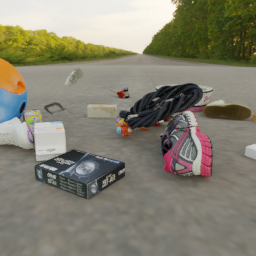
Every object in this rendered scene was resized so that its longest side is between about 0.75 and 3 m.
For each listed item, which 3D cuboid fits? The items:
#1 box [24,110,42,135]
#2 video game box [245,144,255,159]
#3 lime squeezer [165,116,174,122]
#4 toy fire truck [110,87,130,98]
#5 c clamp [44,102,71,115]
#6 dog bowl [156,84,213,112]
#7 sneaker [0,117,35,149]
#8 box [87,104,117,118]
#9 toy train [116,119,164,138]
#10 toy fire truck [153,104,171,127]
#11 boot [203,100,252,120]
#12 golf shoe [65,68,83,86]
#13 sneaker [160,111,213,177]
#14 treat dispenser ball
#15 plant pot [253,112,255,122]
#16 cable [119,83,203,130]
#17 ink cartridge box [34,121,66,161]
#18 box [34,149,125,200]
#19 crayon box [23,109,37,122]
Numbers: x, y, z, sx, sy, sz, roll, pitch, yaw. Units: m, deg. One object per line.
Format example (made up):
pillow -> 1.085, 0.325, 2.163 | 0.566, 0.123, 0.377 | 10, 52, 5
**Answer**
box -> -3.149, -0.114, 9.328 | 0.505, 0.828, 0.798 | -7, 17, -22
video game box -> 4.089, 0.698, 7.434 | 1.259, 0.323, 1.382 | -13, 20, -30
lime squeezer -> 1.151, -0.396, 10.731 | 2.146, 0.405, 0.758 | -5, -7, 30
toy fire truck -> -0.510, -2.138, 16.919 | 1.104, 0.710, 0.972 | -11, 17, 2
c clamp -> -2.746, -0.698, 10.739 | 0.862, 0.737, 0.117 | -10, 51, 18
dog bowl -> 2.748, -1.501, 13.877 | 2.774, 1.023, 2.774 | 0, 17, 0
sneaker -> -3.472, 0.283, 8.356 | 1.105, 0.830, 2.218 | -23, 20, -29
box -> -1.108, -0.731, 12.116 | 1.248, 0.485, 0.592 | 1, 16, 0
toy train -> 0.303, -0.028, 9.763 | 1.769, 0.492, 1.329 | -11, 20, -25
toy fire truck -> 1.331, -0.318, 10.553 | 0.846, 0.961, 0.618 | -35, 6, 40
boot -> 4.301, -0.828, 12.178 | 1.890, 0.681, 1.461 | 4, 15, 18
golf shoe -> -2.091, -1.938, 10.684 | 0.520, 0.419, 1.069 | -25, 21, 31
sneaker -> 1.340, 0.288, 7.338 | 1.084, 1.171, 2.904 | -2, 16, 1
treat dispenser ball -> -4.883, -1.115, 9.553 | 2.748, 2.748, 2.748 | 0, 16, 0
plant pot -> 5.594, -0.696, 11.287 | 0.956, 0.875, 0.956 | 0, 16, 0
cable -> 1.185, -0.844, 9.008 | 2.916, 0.741, 2.379 | -25, 12, -15
ink cartridge box -> -2.147, 0.357, 7.747 | 0.804, 0.784, 1.251 | -5, 16, -17
box -> -1.082, 0.978, 6.366 | 1.629, 0.355, 1.305 | 11, 19, 33
crayon box -> -3.607, -0.308, 10.467 | 0.238, 0.595, 0.937 | 1, 17, 5
